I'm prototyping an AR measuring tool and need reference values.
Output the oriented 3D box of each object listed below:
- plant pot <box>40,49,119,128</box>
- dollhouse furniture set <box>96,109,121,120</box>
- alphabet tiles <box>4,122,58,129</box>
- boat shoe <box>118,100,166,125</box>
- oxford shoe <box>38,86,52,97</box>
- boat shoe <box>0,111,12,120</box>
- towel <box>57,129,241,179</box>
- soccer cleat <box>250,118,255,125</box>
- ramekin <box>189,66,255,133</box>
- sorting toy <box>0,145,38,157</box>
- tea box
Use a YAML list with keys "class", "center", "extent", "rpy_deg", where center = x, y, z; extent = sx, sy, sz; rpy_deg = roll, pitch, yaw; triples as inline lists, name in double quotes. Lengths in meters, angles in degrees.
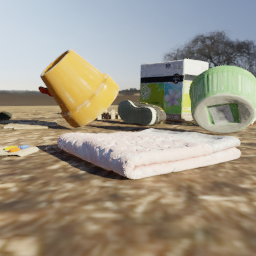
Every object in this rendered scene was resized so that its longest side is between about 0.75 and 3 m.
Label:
- class: "plant pot"
  center: [-1.762, -1.460, 9.479]
  extent: [2.179, 1.995, 2.179]
  rpy_deg: [-31, 28, 19]
- class: "dollhouse furniture set"
  center: [-1.229, -0.929, 14.840]
  extent: [1.362, 0.887, 1.252]
  rpy_deg: [-6, 8, -42]
- class: "alphabet tiles"
  center: [-3.703, -0.109, 10.902]
  extent: [1.895, 0.086, 2.267]
  rpy_deg: [-1, 6, -15]
- class: "boat shoe"
  center: [0.501, -0.619, 11.918]
  extent: [0.812, 0.961, 2.696]
  rpy_deg: [-2, 13, -34]
- class: "oxford shoe"
  center: [-2.931, -1.375, 10.121]
  extent: [0.270, 0.276, 0.760]
  rpy_deg: [-16, -25, 27]
- class: "boat shoe"
  center: [-6.448, -0.612, 14.035]
  extent: [1.170, 0.443, 0.432]
  rpy_deg: [-3, 4, -32]
- class: "towel"
  center: [0.283, 0.319, 5.197]
  extent: [2.475, 0.418, 2.591]
  rpy_deg: [-4, 6, -33]
- class: "soccer cleat"
  center: [4.321, -0.634, 11.005]
  extent: [0.980, 1.096, 2.827]
  rpy_deg: [5, 7, 41]
- class: "ramekin"
  center: [2.637, -0.692, 7.783]
  extent: [1.903, 0.930, 1.903]
  rpy_deg: [9, -37, 7]
- class: "sorting toy"
  center: [-2.261, 0.437, 5.301]
  extent: [0.730, 0.145, 0.988]
  rpy_deg: [1, 6, 11]
- class: "tea box"
  center: [2.224, -1.836, 14.068]
  extent: [1.925, 2.834, 2.881]
  rpy_deg: [-5, 8, -41]
